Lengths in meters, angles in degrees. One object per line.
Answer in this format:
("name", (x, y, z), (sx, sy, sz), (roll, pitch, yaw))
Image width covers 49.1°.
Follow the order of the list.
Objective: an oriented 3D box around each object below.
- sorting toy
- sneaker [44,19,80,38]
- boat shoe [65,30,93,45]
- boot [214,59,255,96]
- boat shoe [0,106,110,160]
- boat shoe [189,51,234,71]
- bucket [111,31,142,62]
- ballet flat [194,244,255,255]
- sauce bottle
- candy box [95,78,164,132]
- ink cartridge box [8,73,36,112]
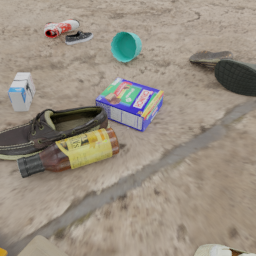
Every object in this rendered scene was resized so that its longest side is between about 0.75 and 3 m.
("sorting toy", (-1.437, 2.502, 4.399), (2.281, 0.311, 1.284), (26, 46, 23))
("sneaker", (-2.489, -3.699, 10.532), (1.335, 0.446, 0.716), (-5, 46, 0))
("boat shoe", (-1.789, -3.374, 10.247), (1.106, 0.366, 0.387), (-21, 49, -20))
("boot", (3.870, -1.628, 8.300), (2.529, 0.856, 1.652), (20, 42, 10))
("boat shoe", (-1.804, -0.018, 6.490), (2.768, 0.897, 1.013), (-14, 46, -13))
("boat shoe", (2.595, -2.071, 8.833), (1.493, 0.547, 0.556), (17, 52, 45))
("bucket", (-0.037, -2.642, 9.069), (0.963, 0.963, 0.627), (18, 25, 17))
("ballet flat", (1.771, 2.151, 4.669), (1.278, 0.398, 0.431), (7, 45, 8))
("sauce bottle", (-1.256, 0.560, 6.057), (2.119, 0.699, 0.699), (-17, 47, -18))
("candy box", (0.051, -0.661, 7.388), (1.422, 0.548, 1.203), (21, 47, 19))
("ink cartridge box", (-2.875, -0.990, 7.640), (0.387, 0.664, 0.919), (0, 45, 0))
